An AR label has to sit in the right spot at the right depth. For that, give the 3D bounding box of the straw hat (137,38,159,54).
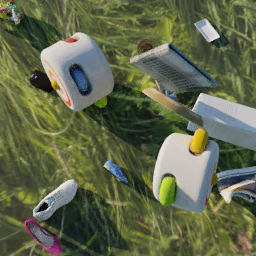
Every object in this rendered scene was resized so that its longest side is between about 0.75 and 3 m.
[{"bbox_3d":[0.881,-3.594,12.579,1.003,1.003,0.424,0,26,0],"label":"straw hat"}]

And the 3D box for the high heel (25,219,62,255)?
[{"bbox_3d":[-2.897,3.726,9.552,0.532,0.758,1.580,-42,74,-15],"label":"high heel"}]

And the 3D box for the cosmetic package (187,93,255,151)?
[{"bbox_3d":[3.895,-0.202,10.719,2.874,1.458,1.024,18,69,6],"label":"cosmetic package"}]

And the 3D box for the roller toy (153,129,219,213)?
[{"bbox_3d":[1.851,1.307,8.390,1.651,2.155,2.363,12,76,22],"label":"roller toy"}]

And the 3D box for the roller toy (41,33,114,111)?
[{"bbox_3d":[-2.033,-2.107,10.772,2.012,2.627,2.880,-33,73,-17],"label":"roller toy"}]

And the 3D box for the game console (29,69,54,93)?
[{"bbox_3d":[-3.400,-2.522,12.297,1.138,0.232,1.929,24,72,9],"label":"game console"}]

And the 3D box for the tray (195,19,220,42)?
[{"bbox_3d":[3.696,-4.553,13.140,0.653,0.135,1.217,-26,71,-10],"label":"tray"}]

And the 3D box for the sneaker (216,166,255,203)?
[{"bbox_3d":[4.743,1.956,10.046,2.996,1.175,1.190,-14,64,7],"label":"sneaker"}]

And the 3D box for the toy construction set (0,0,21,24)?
[{"bbox_3d":[-5.860,-5.450,13.133,1.743,0.803,1.143,8,45,-5],"label":"toy construction set"}]

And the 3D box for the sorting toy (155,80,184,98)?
[{"bbox_3d":[1.717,-2.228,12.153,1.244,0.301,2.210,-15,70,-10],"label":"sorting toy"}]

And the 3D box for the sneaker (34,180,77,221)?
[{"bbox_3d":[-2.569,2.570,10.030,0.652,0.743,1.853,42,73,16],"label":"sneaker"}]

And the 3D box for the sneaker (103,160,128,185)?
[{"bbox_3d":[-0.383,1.652,10.576,1.151,0.380,0.451,40,70,14],"label":"sneaker"}]

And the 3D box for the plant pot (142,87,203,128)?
[{"bbox_3d":[1.398,-0.680,8.397,2.109,2.109,0.290,33,101,12],"label":"plant pot"}]

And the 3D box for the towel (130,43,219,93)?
[{"bbox_3d":[1.417,-1.746,9.004,2.299,2.213,0.397,29,77,-27],"label":"towel"}]
